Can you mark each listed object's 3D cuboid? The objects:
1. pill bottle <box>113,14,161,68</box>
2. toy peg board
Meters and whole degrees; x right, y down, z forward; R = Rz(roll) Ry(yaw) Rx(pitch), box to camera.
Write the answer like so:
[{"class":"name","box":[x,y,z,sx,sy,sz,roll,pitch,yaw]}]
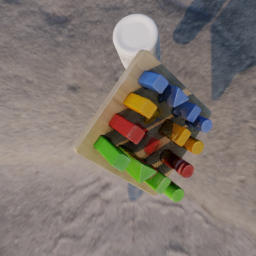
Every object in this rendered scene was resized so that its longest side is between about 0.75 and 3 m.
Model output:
[{"class":"pill bottle","box":[0.271,-1.735,6.368,0.941,1.645,0.941,-2,79,9]},{"class":"toy peg board","box":[0.540,0.137,4.651,1.981,1.989,0.973,-55,33,0]}]
